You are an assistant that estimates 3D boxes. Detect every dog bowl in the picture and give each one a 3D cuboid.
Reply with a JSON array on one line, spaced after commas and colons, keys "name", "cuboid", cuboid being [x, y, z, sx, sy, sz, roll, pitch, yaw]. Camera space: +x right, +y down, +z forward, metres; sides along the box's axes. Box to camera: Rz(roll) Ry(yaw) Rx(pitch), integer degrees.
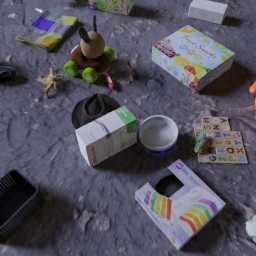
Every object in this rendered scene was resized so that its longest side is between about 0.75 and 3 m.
[{"name": "dog bowl", "cuboid": [1.123, 0.260, 10.300, 1.424, 0.561, 1.424, -3, 58, 5]}]

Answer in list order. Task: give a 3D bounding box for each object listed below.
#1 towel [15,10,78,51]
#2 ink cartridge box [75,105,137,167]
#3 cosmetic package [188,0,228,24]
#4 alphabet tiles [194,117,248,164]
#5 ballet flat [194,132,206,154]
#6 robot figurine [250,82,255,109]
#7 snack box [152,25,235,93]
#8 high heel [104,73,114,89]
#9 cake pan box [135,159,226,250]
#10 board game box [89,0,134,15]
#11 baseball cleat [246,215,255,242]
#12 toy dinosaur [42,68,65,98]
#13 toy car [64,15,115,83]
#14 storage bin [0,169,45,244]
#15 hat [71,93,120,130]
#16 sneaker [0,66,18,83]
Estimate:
[{"name": "towel", "cuboid": [-4.117, -5.086, 14.410, 2.109, 0.334, 2.936, 22, 57, 16]}, {"name": "ink cartridge box", "cuboid": [-0.721, 0.300, 9.823, 1.992, 1.454, 0.837, -28, 59, -19]}, {"name": "cosmetic package", "cuboid": [4.297, -6.309, 15.090, 1.876, 0.694, 0.953, 19, 56, 16]}, {"name": "alphabet tiles", "cuboid": [3.431, 0.412, 10.593, 1.742, 0.079, 2.083, 1, 55, 1]}, {"name": "ballet flat", "cuboid": [2.692, 0.552, 10.323, 0.292, 0.316, 0.938, 36, 62, -9]}, {"name": "robot figurine", "cuboid": [5.969, -1.322, 11.005, 1.822, 1.478, 2.534, 49, 62, -7]}, {"name": "snack box", "cuboid": [2.885, -3.213, 12.659, 2.387, 0.958, 2.831, -34, 62, -21]}, {"name": "high heel", "cuboid": [-0.826, -2.059, 12.141, 0.412, 0.289, 0.859, 26, 43, -33]}, {"name": "cake pan box", "cuboid": [1.602, 2.301, 8.936, 2.018, 0.573, 2.191, -31, 60, -23]}, {"name": "board game box", "cuboid": [-0.917, -7.198, 15.402, 2.261, 1.186, 1.165, 14, 56, 11]}, {"name": "baseball cleat", "cuboid": [4.916, 2.773, 8.488, 2.709, 0.945, 1.442, -30, 65, -9]}, {"name": "toy dinosaur", "cuboid": [-3.238, -2.146, 12.167, 0.933, 0.537, 1.846, -2, 54, 0]}, {"name": "toy car", "cuboid": [-1.707, -3.532, 12.022, 1.867, 2.367, 1.944, 22, 57, 14]}, {"name": "storage bin", "cuboid": [-3.714, 2.392, 8.671, 1.275, 0.884, 1.887, 32, 61, 21]}, {"name": "hat", "cuboid": [-1.292, -0.768, 10.976, 2.122, 0.856, 2.122, -1, 54, 1]}, {"name": "sneaker", "cuboid": [-5.738, -2.342, 12.258, 1.684, 0.597, 0.698, 1, 47, -3]}]
